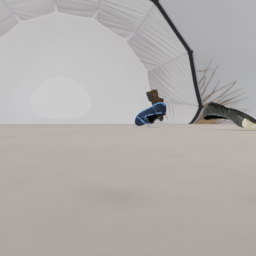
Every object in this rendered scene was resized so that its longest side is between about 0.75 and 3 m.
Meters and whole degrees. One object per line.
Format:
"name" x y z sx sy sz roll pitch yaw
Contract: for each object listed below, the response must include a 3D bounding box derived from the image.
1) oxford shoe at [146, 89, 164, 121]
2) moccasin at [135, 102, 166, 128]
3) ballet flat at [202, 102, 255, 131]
"oxford shoe" 1.266 -0.926 11.530 0.604 1.432 0.520 -24 25 -4
"moccasin" 0.679 -0.352 9.076 0.552 0.467 1.371 14 -33 -31
"ballet flat" 2.177 -0.194 5.978 0.536 0.458 1.613 20 8 -22
